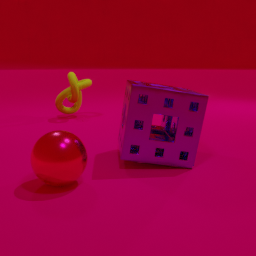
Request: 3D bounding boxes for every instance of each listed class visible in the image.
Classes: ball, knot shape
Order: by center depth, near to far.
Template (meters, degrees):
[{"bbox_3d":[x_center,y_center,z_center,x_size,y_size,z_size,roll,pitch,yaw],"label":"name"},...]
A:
[{"bbox_3d":[-1.036,0.454,4.240,0.839,0.839,0.839,0,13,0],"label":"ball"},{"bbox_3d":[-1.812,-1.287,9.659,0.710,1.537,1.438,29,40,1],"label":"knot shape"}]

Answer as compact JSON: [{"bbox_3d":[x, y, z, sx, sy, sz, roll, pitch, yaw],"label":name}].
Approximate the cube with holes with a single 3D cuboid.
[{"bbox_3d":[0.567,-0.141,5.375,1.309,1.309,1.309,8,12,-6],"label":"cube with holes"}]
